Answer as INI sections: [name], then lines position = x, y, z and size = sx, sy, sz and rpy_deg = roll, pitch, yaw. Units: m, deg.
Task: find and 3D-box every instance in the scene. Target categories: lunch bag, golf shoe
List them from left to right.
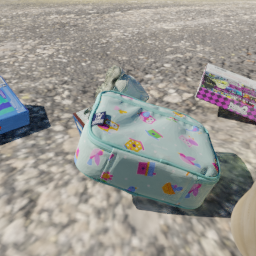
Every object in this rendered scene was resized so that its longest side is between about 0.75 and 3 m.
[golf shoe]
position = -0.175, -1.076, 8.216
size = 1.353, 1.089, 2.782
rpy_deg = 28, 8, -13
[lunch bag]
position = 0.402, 0.291, 6.175
size = 2.985, 1.150, 2.394
rpy_deg = 20, 35, -7

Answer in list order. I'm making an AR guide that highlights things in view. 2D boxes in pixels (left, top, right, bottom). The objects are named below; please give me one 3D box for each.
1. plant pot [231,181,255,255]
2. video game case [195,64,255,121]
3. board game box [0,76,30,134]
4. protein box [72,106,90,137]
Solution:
[plant pot]
position = 2.429, 1.489, 4.015
size = 2.138, 1.855, 2.138
rpy_deg = 1, 73, -4
[video game case]
position = 3.682, -1.181, 9.372
size = 2.603, 0.466, 2.360
rpy_deg = 23, 36, 7
[board game box]
position = -4.589, -0.473, 8.208
size = 2.630, 0.592, 2.000
rpy_deg = -24, 56, -34
[protein box]
position = -1.030, 0.003, 7.637
size = 0.561, 0.826, 0.832
rpy_deg = -25, 38, -17
